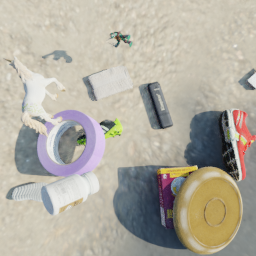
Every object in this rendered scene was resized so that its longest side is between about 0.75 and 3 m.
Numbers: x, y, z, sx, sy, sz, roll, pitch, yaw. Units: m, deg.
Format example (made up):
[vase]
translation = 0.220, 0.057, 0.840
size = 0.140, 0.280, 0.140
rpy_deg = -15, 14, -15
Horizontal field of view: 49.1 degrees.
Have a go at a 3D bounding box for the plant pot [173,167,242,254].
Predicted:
[plant pot]
translation = 2.890, 2.855, 9.599
size = 2.997, 0.412, 2.997
rpy_deg = 1, 88, -24

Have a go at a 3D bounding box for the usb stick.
[usb stick]
translation = 1.263, -0.892, 11.009
size = 0.536, 0.315, 1.932
rpy_deg = -16, 79, -3

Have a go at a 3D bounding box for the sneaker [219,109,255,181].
[sneaker]
translation = 4.189, 0.583, 10.392
size = 1.157, 1.049, 2.724
rpy_deg = -1, 79, -5

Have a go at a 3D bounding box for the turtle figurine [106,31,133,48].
[turtle figurine]
translation = -0.355, -3.171, 9.904
size = 1.003, 0.751, 0.505
rpy_deg = 17, 86, 23

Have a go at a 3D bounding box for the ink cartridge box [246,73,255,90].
[ink cartridge box]
translation = 5.248, -1.995, 11.268
size = 0.902, 0.227, 0.492
rpy_deg = -41, 82, -8

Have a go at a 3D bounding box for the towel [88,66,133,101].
[towel]
translation = -0.680, -1.815, 11.203
size = 1.622, 0.280, 1.075
rpy_deg = -21, 79, -4

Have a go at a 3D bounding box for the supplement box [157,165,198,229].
[supplement box]
translation = 1.821, 2.429, 9.993
size = 1.348, 1.063, 2.059
rpy_deg = -5, 79, -1

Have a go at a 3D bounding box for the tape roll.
[tape roll]
translation = -2.059, 0.573, 10.122
size = 2.377, 0.780, 2.377
rpy_deg = -5, 75, 18

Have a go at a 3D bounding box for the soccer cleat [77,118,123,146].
[soccer cleat]
translation = -1.098, 0.158, 10.734
size = 1.798, 0.607, 0.729
rpy_deg = -17, 61, -3

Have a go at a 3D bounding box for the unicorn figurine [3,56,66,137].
[unicorn figurine]
translation = -2.724, -1.069, 8.325
size = 0.896, 1.666, 2.426
rpy_deg = -30, 56, 29

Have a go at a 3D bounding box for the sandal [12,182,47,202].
[sandal]
translation = -3.433, 2.393, 10.362
size = 1.728, 0.425, 0.703
rpy_deg = -2, 64, 12

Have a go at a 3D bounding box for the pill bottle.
[pill bottle]
translation = -1.365, 1.516, 6.737
size = 1.260, 0.720, 0.720
rpy_deg = -18, 78, -36
